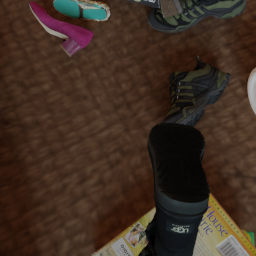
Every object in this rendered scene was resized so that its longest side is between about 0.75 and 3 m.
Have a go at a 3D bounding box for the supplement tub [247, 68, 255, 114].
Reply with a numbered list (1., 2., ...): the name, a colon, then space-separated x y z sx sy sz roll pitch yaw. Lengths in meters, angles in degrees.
1. supplement tub: 4.484 -1.098 6.817 2.556 1.687 1.687 -20 74 -6

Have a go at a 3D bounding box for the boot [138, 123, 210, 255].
1. boot: 0.629 1.180 4.342 0.887 2.322 1.951 7 116 2

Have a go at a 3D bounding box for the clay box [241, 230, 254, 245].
1. clay box: 2.144 2.687 6.372 1.365 0.325 0.784 5 73 2

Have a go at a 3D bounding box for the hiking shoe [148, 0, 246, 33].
1. hiking shoe: 1.825 -3.499 7.575 2.748 1.383 1.040 -13 73 9

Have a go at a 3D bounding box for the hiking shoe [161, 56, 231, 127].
1. hiking shoe: 1.425 -0.760 7.205 1.294 0.974 2.571 40 68 20

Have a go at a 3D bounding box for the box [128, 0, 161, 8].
1. box: 0.328 -4.571 8.218 2.242 0.496 1.796 24 74 22

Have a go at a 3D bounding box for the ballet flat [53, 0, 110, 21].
1. ballet flat: -1.320 -3.510 8.212 1.661 0.628 0.531 14 44 0

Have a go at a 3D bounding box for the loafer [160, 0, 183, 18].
1. loafer: 0.406 -1.914 3.778 0.329 0.338 0.927 -28 88 20

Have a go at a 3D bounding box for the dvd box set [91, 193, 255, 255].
1. dvd box set: 0.991 2.774 6.034 2.971 0.437 2.174 -37 71 -4

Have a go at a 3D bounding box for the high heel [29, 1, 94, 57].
1. high heel: -1.888 -2.992 7.917 0.944 0.662 1.965 -41 92 -1
